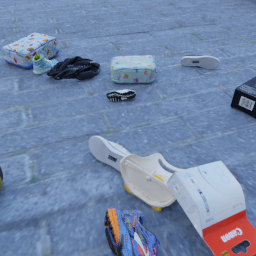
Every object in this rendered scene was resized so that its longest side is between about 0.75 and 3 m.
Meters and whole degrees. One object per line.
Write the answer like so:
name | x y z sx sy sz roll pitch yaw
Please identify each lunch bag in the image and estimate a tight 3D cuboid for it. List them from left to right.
lunch bag | -5.152 -4.207 14.959 2.185 1.030 2.727 19 43 26
lunch bag | 0.277 -2.824 13.313 2.178 0.840 1.747 -1 35 -2

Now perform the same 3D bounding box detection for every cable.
cable | -2.699 -2.967 13.653 2.564 0.651 2.092 -14 40 -16

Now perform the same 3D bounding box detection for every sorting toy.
sorting toy | 0.909 1.348 8.009 1.817 0.971 1.636 30 38 26

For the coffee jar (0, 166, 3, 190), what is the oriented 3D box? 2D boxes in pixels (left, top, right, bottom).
coffee jar | -4.076 1.903 7.082 1.309 1.071 2.510 -4 38 -5

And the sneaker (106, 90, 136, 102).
sneaker | -0.295 -1.391 11.897 1.251 0.461 0.500 -2 18 -4

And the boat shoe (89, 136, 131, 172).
boat shoe | -0.429 0.801 8.945 1.946 0.690 0.679 26 18 34

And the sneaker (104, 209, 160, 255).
sneaker | 0.304 2.783 6.076 1.062 1.020 2.709 -8 40 -18

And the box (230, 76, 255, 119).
box | 5.193 -1.259 11.251 1.689 0.904 1.253 -28 46 -31

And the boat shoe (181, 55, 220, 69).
boat shoe | 3.686 -3.455 14.284 1.937 0.665 0.548 9 39 14

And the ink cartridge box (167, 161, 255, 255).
ink cartridge box | 2.254 1.919 6.696 1.834 0.541 2.291 -5 48 -38

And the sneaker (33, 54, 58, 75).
sneaker | -4.089 -3.320 13.859 0.577 0.946 1.450 21 42 26
